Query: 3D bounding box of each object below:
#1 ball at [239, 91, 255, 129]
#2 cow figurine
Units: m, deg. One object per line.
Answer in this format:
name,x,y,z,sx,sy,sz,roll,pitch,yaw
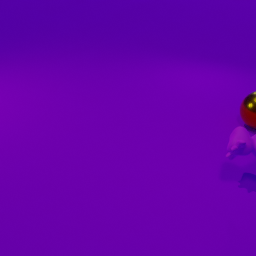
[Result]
ball,3.494,-0.474,7.373,1.039,1.039,1.039,0,30,0
cow figurine,2.547,0.412,5.317,1.197,0.668,1.216,-32,64,-23
